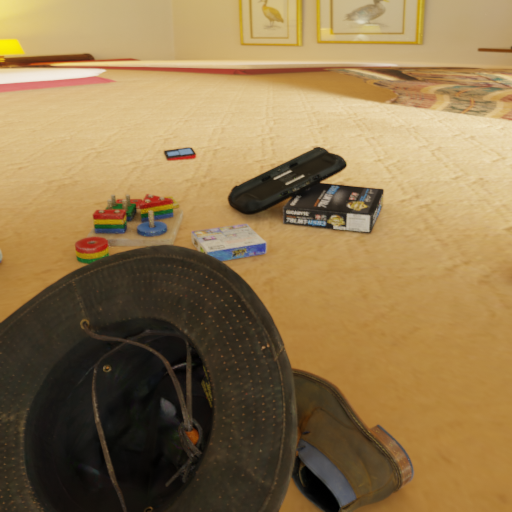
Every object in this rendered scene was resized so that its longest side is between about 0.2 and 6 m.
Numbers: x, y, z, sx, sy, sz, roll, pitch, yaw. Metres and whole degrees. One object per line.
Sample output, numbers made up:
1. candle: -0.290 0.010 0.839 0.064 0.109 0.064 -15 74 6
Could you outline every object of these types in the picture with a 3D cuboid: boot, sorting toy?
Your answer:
1. boot: 0.622 1.971 6.177 0.986 0.760 2.035 -18 33 -37
2. sorting toy: -2.656 -0.916 12.575 1.838 0.645 3.813 1 24 1

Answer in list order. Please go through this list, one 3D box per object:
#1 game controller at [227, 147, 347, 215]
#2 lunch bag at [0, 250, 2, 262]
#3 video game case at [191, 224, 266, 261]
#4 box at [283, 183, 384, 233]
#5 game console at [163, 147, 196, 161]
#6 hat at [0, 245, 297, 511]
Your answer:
1. game controller: 0.751 -1.829 13.739 2.951 0.621 1.539 -28 36 -14
2. lunch bag: -5.945 0.084 10.094 1.847 0.947 2.297 1 24 8
3. video game case: -0.582 -0.273 11.590 1.266 0.288 1.148 -9 26 -19
4. box: 1.889 -1.202 13.379 2.053 0.514 2.069 9 26 17
5. game console: -2.515 -3.362 18.436 0.969 0.170 1.095 -6 25 -13
6. hat: -1.181 1.666 5.592 3.551 3.551 1.432 10 -14 20
